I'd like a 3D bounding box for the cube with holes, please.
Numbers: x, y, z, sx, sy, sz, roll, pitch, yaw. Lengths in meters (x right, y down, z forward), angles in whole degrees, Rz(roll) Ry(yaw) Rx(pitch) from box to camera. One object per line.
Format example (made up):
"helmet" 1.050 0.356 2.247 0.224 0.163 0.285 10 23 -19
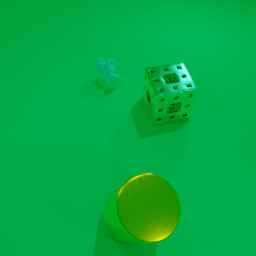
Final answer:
"cube with holes" 1.206 -1.043 8.557 1.237 1.237 1.237 -10 52 -10

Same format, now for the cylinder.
"cylinder" 0.252 1.766 5.989 1.345 1.345 1.345 6 66 -14

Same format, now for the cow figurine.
"cow figurine" -0.698 -1.864 9.508 0.942 0.927 0.517 14 11 31
